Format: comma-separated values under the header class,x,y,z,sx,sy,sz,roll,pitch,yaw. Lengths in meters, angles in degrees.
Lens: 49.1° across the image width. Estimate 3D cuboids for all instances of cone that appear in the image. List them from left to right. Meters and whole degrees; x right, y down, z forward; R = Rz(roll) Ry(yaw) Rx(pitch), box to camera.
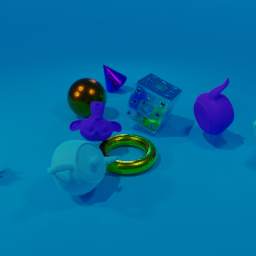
class,x,y,z,sx,sy,sz,roll,pitch,yaw
cone,-0.668,-1.988,10.363,0.932,0.935,0.932,-25,35,19

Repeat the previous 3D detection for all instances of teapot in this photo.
class,x,y,z,sx,sy,sz,roll,pitch,yaw
teapot,-0.864,0.735,5.579,0.881,1.118,1.799,-21,-11,34
teapot,2.222,-0.452,7.058,0.878,1.793,1.115,-20,45,-8

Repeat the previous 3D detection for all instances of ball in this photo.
class,x,y,z,sx,sy,sz,roll,pitch,yaw
ball,-1.245,-0.918,8.521,1.201,1.201,1.201,0,29,0

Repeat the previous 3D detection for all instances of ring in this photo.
class,x,y,z,sx,sy,sz,roll,pitch,yaw
ring,-0.033,0.593,6.748,1.495,0.299,1.495,0,29,0

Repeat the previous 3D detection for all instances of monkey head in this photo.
class,x,y,z,sx,sy,sz,roll,pitch,yaw
monkey head,-0.758,-0.141,6.775,1.321,0.950,0.796,2,1,-10

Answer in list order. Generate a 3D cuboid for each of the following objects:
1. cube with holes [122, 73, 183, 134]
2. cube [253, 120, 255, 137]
class,x,y,z,sx,sy,sz,roll,pitch,yaw
cube with holes,0.690,-0.712,7.811,1.062,1.062,1.062,32,33,12
cube,3.537,0.120,6.072,1.092,1.092,1.092,1,31,46
